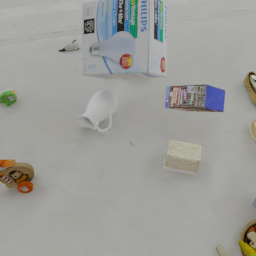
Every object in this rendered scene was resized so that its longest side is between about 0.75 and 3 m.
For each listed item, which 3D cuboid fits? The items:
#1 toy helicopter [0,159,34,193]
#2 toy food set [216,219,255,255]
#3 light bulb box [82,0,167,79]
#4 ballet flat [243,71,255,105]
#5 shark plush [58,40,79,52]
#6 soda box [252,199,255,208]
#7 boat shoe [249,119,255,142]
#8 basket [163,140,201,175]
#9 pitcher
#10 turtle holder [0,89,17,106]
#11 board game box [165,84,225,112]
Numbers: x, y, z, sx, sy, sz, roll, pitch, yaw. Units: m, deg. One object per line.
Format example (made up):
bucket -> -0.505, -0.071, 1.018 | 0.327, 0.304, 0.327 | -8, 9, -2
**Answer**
toy helicopter -> -4.146, 1.514, 9.112 | 2.094, 1.385, 0.826 | -7, 46, -7
toy food set -> 4.175, 3.413, 7.802 | 2.963, 0.595, 2.045 | -19, 48, -18
light bulb box -> -0.114, -3.327, 10.672 | 2.815, 2.790, 1.757 | 3, 6, 28
ballet flat -> 5.906, -1.691, 12.685 | 0.830, 0.762, 2.417 | -8, 46, -5
shark plush -> -3.311, -4.537, 15.894 | 1.233, 0.560, 0.513 | -36, 32, -5
soda box -> 4.830, 2.540, 8.438 | 1.857, 0.589, 0.634 | 32, 41, 32
boat shoe -> 5.455, 0.449, 10.519 | 0.916, 0.860, 2.486 | -8, 46, -8
basket -> 1.958, 1.032, 10.008 | 1.270, 0.784, 0.861 | 9, 46, 9
pitcher -> -1.031, -0.661, 11.526 | 1.536, 1.086, 1.791 | 27, 60, 20
turtle holder -> -5.375, -1.364, 12.513 | 0.682, 0.897, 0.637 | 28, 31, -37
board game box -> 1.849, -0.804, 7.758 | 1.022, 0.621, 1.282 | 5, 1, -43
